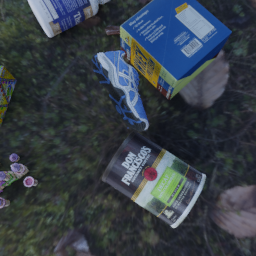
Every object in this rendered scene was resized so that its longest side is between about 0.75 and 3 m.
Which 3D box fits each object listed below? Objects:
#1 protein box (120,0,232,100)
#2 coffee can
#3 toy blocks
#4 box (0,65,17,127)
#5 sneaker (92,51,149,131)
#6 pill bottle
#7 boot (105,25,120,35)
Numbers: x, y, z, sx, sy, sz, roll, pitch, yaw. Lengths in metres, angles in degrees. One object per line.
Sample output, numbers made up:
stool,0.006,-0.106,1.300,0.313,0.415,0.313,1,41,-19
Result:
protein box,1.349,-2.600,8.595,2.275,1.546,2.291,-42,79,-10
coffee can,0.677,1.324,7.507,2.243,1.641,1.641,32,77,8
toy blocks,-3.468,1.356,7.757,1.269,1.143,1.358,-37,78,-9
box,-4.614,-1.086,8.451,1.723,1.051,1.660,13,76,3
sneaker,-0.029,-1.012,7.046,0.894,0.879,2.322,-25,82,-21
pill bottle,-1.828,-4.098,9.091,2.454,1.362,1.362,-31,77,-7
boot,-0.374,-3.151,9.414,0.806,0.259,0.751,-1,62,-3
